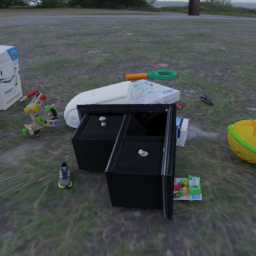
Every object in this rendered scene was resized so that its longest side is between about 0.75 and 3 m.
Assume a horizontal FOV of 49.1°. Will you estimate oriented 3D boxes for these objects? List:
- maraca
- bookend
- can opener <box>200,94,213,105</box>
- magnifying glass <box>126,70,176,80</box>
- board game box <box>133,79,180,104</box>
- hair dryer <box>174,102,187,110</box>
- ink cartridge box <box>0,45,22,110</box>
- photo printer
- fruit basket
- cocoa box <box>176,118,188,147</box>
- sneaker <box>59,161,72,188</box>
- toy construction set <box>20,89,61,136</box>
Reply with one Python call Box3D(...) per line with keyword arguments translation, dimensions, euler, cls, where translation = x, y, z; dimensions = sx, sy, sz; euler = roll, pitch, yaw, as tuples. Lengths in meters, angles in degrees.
Box3D(translation=(3.887, 0.426, 8.339), dimensions=(2.232, 1.194, 1.530), euler=(11, 34, -32), cls="maraca")
Box3D(translation=(-0.259, 0.637, 7.201), dimensions=(2.950, 1.359, 2.931), euler=(1, 33, 12), cls="bookend")
Box3D(translation=(3.457, -1.211, 12.373), dimensions=(0.253, 0.314, 0.799), euler=(-4, 36, -25), cls="can opener")
Box3D(translation=(1.320, -2.929, 15.654), dimensions=(2.872, 0.322, 1.143), euler=(-4, 28, -12), cls="magnifying glass")
Box3D(translation=(0.610, -1.416, 12.380), dimensions=(2.379, 0.489, 2.373), euler=(-23, 34, -33), cls="board game box")
Box3D(translation=(2.226, -0.982, 11.963), dimensions=(0.572, 0.204, 0.751), euler=(4, 28, 9), cls="hair dryer")
Box3D(translation=(-5.422, -2.155, 11.908), dimensions=(0.989, 2.346, 1.713), euler=(5, 28, 5), cls="ink cartridge box")
Box3D(translation=(-1.054, -0.893, 10.515), dimensions=(2.605, 0.904, 2.167), euler=(-12, 22, 11), cls="photo printer")
Box3D(translation=(1.362, 1.482, 7.018), dimensions=(0.909, 0.426, 0.842), euler=(2, 28, 10), cls="fruit basket")
Box3D(translation=(1.656, 0.111, 9.408), dimensions=(0.610, 0.620, 0.929), euler=(8, 29, 15), cls="cocoa box")
Box3D(translation=(-1.708, 1.250, 7.495), dimensions=(0.345, 0.377, 0.933), euler=(-8, 29, -15), cls="sneaker")
Box3D(translation=(-3.252, -0.511, 9.640), dimensions=(1.270, 1.378, 1.653), euler=(-34, 58, -18), cls="toy construction set")
